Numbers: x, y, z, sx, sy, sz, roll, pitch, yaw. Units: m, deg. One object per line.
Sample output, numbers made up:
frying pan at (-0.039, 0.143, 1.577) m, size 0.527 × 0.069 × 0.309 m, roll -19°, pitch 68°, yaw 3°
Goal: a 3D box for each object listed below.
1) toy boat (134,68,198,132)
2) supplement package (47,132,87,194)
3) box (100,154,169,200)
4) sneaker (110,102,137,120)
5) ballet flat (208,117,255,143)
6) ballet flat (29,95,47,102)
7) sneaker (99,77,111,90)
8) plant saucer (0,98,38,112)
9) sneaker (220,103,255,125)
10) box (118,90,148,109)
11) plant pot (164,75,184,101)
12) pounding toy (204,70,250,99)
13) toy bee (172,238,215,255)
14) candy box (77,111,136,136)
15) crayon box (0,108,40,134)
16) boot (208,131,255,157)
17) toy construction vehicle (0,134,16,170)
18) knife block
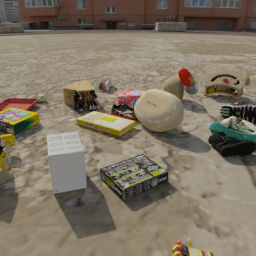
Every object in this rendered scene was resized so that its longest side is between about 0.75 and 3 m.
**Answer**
toy boat at (1.773, -1.053, 11.604) m, size 2.890 × 1.343 × 2.430 m, roll -48°, pitch 44°, yaw -1°
supplement package at (-1.777, 0.953, 8.050) m, size 0.944 × 1.227 × 1.283 m, roll -7°, pitch 25°, yaw -15°
box at (0.174, 1.374, 8.193) m, size 1.594 × 0.353 × 1.277 m, roll -16°, pitch 29°, yaw -31°
sneaker at (-0.072, -0.775, 12.522) m, size 1.491 × 0.729 × 0.527 m, roll 5°, pitch 22°, yaw 8°
ballet flat at (4.133, 0.028, 10.575) m, size 0.798 × 0.834 × 2.370 m, roll -12°, pitch 26°, yaw -36°
ballet flat at (-4.822, -1.563, 14.696) m, size 1.125 × 0.391 × 0.391 m, roll -3°, pitch 24°, yaw -7°
sneaker at (-1.409, -2.722, 17.020) m, size 0.665 × 0.626 × 1.623 m, roll -3°, pitch 23°, yaw 9°
plant saucer at (-5.435, -1.061, 13.668) m, size 1.641 × 0.302 × 1.645 m, roll 2°, pitch 25°, yaw 4°
sneaker at (5.307, -0.781, 12.479) m, size 2.118 × 0.802 × 1.224 m, roll 17°, pitch 26°, yaw 34°
box at (0.436, -1.270, 13.418) m, size 1.848 × 0.875 × 0.948 m, roll -1°, pitch 24°, yaw -2°
plant pot at (2.395, -2.115, 14.797) m, size 0.911 × 1.357 × 1.357 m, roll 4°, pitch 24°, yaw 21°
pounding toy at (5.572, -2.155, 15.653) m, size 2.691 × 1.544 × 1.539 m, roll -7°, pitch 52°, yaw 6°
toy bee at (1.116, 2.489, 5.317) m, size 1.288 × 0.700 × 0.843 m, roll -8°, pitch 27°, yaw -17°
candy box at (-0.932, -0.224, 11.782) m, size 2.284 × 0.302 × 1.168 m, roll 15°, pitch 31°, yaw 32°
crayon box at (-4.846, -0.331, 11.816) m, size 1.653 × 0.482 × 1.426 m, roll 12°, pitch 25°, yaw 24°
boot at (3.653, 0.516, 9.874) m, size 1.397 × 0.526 × 1.045 m, roll -4°, pitch 24°, yaw -8°
toy construction vehicle at (-4.857, 1.088, 8.339) m, size 2.547 × 1.030 × 2.926 m, roll -14°, pitch 23°, yaw -3°
knife block at (-2.025, -1.662, 14.339) m, size 2.323 × 0.847 × 2.646 m, roll 13°, pitch 27°, yaw 24°
